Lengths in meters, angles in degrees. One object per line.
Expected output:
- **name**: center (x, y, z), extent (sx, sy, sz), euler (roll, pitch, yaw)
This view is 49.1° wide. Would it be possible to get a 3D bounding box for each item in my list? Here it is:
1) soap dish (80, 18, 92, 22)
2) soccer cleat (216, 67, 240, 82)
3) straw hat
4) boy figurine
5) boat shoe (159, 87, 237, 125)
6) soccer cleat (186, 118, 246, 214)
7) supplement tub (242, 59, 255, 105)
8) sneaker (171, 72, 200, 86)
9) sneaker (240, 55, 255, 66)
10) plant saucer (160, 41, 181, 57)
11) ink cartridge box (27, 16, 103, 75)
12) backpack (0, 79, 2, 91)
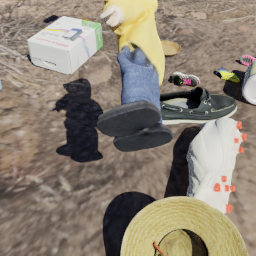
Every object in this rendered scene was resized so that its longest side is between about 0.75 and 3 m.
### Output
- **soap dish**: center (-1.911, -4.272, 11.645), extent (0.609, 0.314, 0.774), euler (26, 50, 25)
- **soccer cleat**: center (3.196, -1.649, 8.983), extent (0.344, 0.266, 0.823), euler (-46, 59, -2)
- **straw hat**: center (0.845, 2.056, 4.491), extent (1.994, 0.844, 1.994), euler (-2, 82, 13)
- **boy figurine**: center (0.055, -1.168, 4.106), extent (0.912, 1.760, 2.831), euler (-15, 59, 18)
- **boat shoe**: center (1.790, -0.702, 7.499), extent (2.502, 0.830, 0.935), euler (-3, 44, -3)
- **soccer cleat**: center (1.645, 0.910, 5.851), extent (1.105, 0.987, 2.848), euler (-4, 42, 40)
- **supplement tub**: center (3.906, -1.401, 8.112), extent (1.006, 1.006, 1.388), euler (17, 46, 17)
- **sneaker**: center (1.746, -1.455, 8.666), extent (0.937, 0.346, 0.410), euler (22, 49, 27)
- **sneaker**: center (4.306, -2.318, 9.637), extent (0.905, 0.357, 0.432), euler (12, 24, 11)
- **plant saucer**: center (1.396, -2.870, 10.255), extent (1.069, 0.189, 1.069), euler (0, 43, 0)
- **ink cartridge box**: center (-2.109, -2.936, 9.761), extent (1.614, 0.972, 2.221), euler (18, 48, 17)
- **backpack**: center (-4.358, -1.341, 7.940), extent (1.080, 1.402, 1.336), euler (37, 58, 17)
